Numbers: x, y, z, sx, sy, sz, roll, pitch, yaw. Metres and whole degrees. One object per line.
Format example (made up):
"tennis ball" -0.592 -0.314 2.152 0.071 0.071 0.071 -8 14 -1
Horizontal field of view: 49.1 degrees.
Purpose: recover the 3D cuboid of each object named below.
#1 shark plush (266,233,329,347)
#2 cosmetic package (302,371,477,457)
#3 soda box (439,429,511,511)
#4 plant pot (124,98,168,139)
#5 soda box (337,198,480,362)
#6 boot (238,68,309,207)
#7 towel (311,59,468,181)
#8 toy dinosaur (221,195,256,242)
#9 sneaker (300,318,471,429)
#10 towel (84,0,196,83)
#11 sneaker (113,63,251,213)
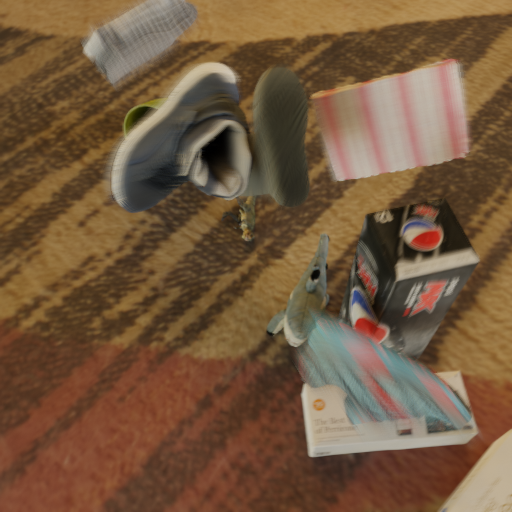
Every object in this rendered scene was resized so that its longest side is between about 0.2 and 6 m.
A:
"shark plush" 1.167 0.682 10.726 1.154 1.058 2.539 25 60 16
"cosmetic package" 2.221 2.696 9.617 2.727 0.691 1.126 -4 56 -3
"soda box" 3.333 4.080 8.482 3.058 1.041 0.973 -39 65 -23
"plant pot" -2.102 -3.117 13.183 1.435 1.435 1.534 17 39 11
"soda box" 2.241 0.717 9.120 1.303 3.681 1.166 -13 58 -8
"boot" -0.092 -1.947 9.387 0.904 2.264 2.490 -10 21 -21
"towel" 2.375 -2.329 9.919 2.451 1.794 0.367 -8 34 21
"toy dinosaur" -0.313 -1.007 12.258 0.767 0.413 1.740 15 56 -8
"sneaker" 1.769 1.917 8.006 2.520 0.999 1.204 28 90 2
"towel" -2.275 -4.323 11.050 2.001 0.856 1.657 -38 19 -18
"sneaker" -1.305 -1.391 9.185 1.202 3.161 2.284 22 34 -36
